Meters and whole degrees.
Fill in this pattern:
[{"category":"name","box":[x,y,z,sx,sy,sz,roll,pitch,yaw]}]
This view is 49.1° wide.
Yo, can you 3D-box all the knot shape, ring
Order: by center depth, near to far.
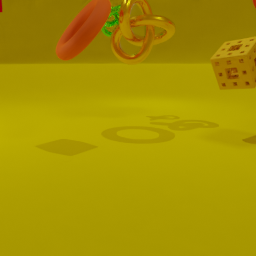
[{"category":"ring","box":[-1.157,-2.534,7.139,0.385,1.927,1.927,38,-6,-30]},{"category":"knot shape","box":[0.309,-2.943,8.100,1.958,1.833,0.905,-24,41,2]},{"category":"knot shape","box":[-0.587,-3.586,9.040,1.079,1.153,0.533,18,22,-40]}]

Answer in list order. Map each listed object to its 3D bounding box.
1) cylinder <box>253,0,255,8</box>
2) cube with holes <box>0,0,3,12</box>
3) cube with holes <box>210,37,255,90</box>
[{"category":"cylinder","box":[4.031,-3.711,7.321,1.205,1.205,1.205,10,49,34]},{"category":"cube with holes","box":[-3.277,-2.956,5.864,0.836,0.836,0.836,31,37,25]},{"category":"cube with holes","box":[2.645,-1.520,6.662,0.861,0.861,0.861,5,43,46]}]
